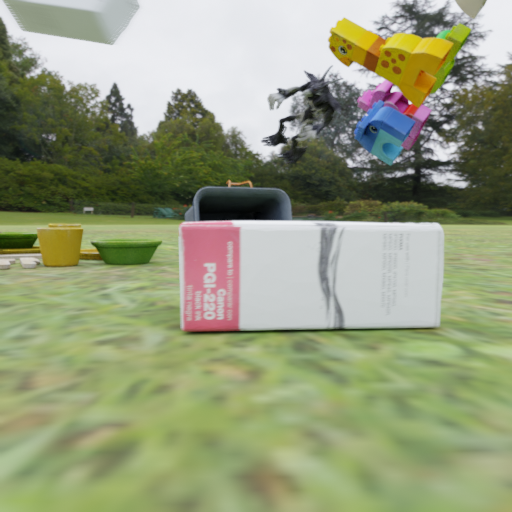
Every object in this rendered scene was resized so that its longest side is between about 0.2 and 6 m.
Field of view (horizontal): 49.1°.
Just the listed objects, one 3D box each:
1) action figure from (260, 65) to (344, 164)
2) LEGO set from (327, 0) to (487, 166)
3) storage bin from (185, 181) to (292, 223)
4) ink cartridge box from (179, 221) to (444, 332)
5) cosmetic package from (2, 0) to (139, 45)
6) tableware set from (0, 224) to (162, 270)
[{"bbox_3d":[0.633,-1.980,7.944,0.767,0.894,1.504,-26,-20,-39],"label":"action figure"},{"bbox_3d":[2.010,-2.951,8.552,1.665,1.548,4.057,34,-23,12],"label":"LEGO set"},{"bbox_3d":[-0.425,-0.600,9.703,1.740,1.266,1.169,-2,-6,-26],"label":"storage bin"},{"bbox_3d":[0.247,0.077,3.262,1.361,0.577,0.991,-2,4,-6],"label":"ink cartridge box"},{"bbox_3d":[-1.550,-2.123,4.700,0.986,0.500,0.351,15,-25,19],"label":"cosmetic package"},{"bbox_3d":[-2.821,-0.238,8.099,2.471,0.563,3.668,-1,4,-24],"label":"tableware set"}]
